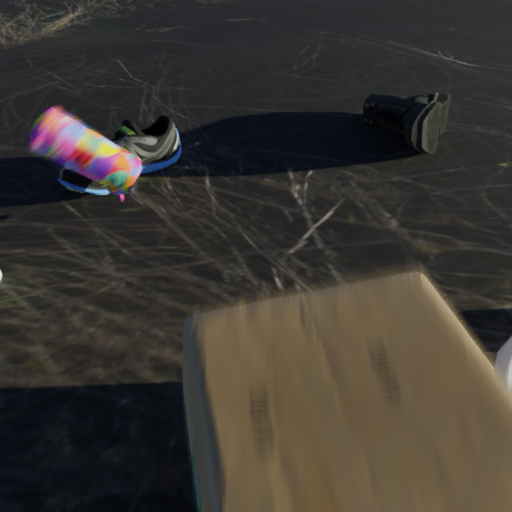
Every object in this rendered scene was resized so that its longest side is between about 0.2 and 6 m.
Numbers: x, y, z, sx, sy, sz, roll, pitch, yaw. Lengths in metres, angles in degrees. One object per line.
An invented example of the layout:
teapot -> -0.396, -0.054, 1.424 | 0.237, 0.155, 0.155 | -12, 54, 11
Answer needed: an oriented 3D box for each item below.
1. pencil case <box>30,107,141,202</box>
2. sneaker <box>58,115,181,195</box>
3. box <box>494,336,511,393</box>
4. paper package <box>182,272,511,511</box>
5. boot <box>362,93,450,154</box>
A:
pencil case -> -2.759, -1.644, 9.157 | 1.826, 0.807, 0.807 | 32, 25, -29
sneaker -> -2.594, -1.979, 10.627 | 0.964, 1.127, 2.720 | 29, 46, 32
box -> 3.123, 1.439, 6.539 | 0.577, 0.452, 0.928 | 30, 44, 12
paper package -> 0.808, 1.718, 5.043 | 2.764, 1.500, 2.900 | -10, 38, -9
boot -> 3.026, -2.941, 12.170 | 1.917, 1.074, 2.772 | 11, 25, 22
